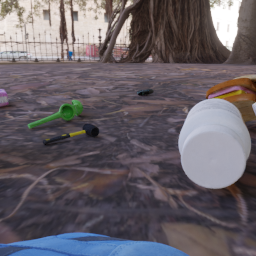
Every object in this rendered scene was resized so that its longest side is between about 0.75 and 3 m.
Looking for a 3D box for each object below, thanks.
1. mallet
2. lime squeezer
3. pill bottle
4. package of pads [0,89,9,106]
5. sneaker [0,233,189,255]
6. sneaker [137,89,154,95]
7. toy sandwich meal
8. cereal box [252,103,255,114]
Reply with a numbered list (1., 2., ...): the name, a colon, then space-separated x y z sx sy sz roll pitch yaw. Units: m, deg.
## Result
1. mallet: -1.466 0.163 7.120 1.444 0.297 0.475 -13 20 -27
2. lime squeezer: -2.114 -0.588 9.245 1.046 0.559 2.963 3 17 10
3. pill bottle: 1.567 0.210 5.127 1.211 1.211 2.118 5 16 16
4. package of pads: -5.444 -1.236 11.451 0.915 0.575 1.519 -8 17 -26
5. sneaker: -0.838 1.308 2.071 2.920 0.963 1.145 -3 -5 3
6. sneaker: 0.863 -1.738 13.881 0.844 0.318 0.334 -8 25 3
7. toy sandwich meal: 3.411 -0.530 7.435 2.590 0.887 2.590 17 -18 5
8. cereal box: 3.231 0.092 5.383 0.321 1.170 1.626 -34 22 -8
